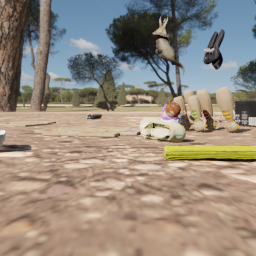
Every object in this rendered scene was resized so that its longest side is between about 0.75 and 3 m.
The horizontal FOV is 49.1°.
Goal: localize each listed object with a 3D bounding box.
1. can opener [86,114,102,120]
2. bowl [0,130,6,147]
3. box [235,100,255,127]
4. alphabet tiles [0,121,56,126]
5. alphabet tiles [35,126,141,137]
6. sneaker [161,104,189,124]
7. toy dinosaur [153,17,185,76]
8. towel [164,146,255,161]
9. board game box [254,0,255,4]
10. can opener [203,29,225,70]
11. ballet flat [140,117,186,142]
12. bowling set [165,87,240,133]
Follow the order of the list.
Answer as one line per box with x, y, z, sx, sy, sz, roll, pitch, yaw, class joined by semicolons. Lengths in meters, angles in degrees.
-2.073;-0.653;17.347;0.422;0.334;1.268;42;27;25;can opener
-2.571;0.239;4.787;0.888;0.331;0.886;-1;4;-23;bowl
5.362;-0.606;11.240;1.693;1.052;1.257;-3;5;-22;box
-4.425;-0.207;12.340;2.068;0.093;2.474;2;5;23;alphabet tiles
-1.086;0.076;8.472;2.994;0.095;2.491;1;5;11;alphabet tiles
2.024;-0.614;11.836;0.899;0.988;2.236;1;3;28;sneaker
1.503;-3.043;11.017;0.884;2.297;1.175;-18;-9;13;toy dinosaur
1.603;0.378;4.214;2.097;0.189;0.902;0;-1;9;towel
2.922;-3.283;5.932;0.142;1.209;0.634;16;-28;45;board game box
3.734;-3.502;12.146;0.722;2.277;0.895;-5;-40;32;can opener
0.628;0.047;6.422;0.538;0.538;1.548;-3;5;-35;ballet flat
2.023;-0.368;8.862;1.763;1.360;2.534;-20;10;-13;bowling set
